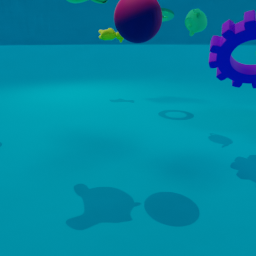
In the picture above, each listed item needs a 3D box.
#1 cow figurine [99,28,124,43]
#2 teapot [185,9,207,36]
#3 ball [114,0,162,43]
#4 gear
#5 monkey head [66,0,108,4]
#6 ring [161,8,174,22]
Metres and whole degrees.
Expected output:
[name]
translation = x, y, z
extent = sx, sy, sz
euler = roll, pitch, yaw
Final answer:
[cow figurine]
translation = -0.701, -4.092, 12.366
extent = 1.025, 0.563, 1.009
euler = -17, 36, -26
[teapot]
translation = 1.904, -3.037, 7.980
extent = 0.518, 1.057, 0.657
euler = -41, 68, -15
[ball]
translation = 0.182, -1.974, 5.032
extent = 0.866, 0.866, 0.866
euler = 0, 18, 0
[gear]
translation = 2.684, -1.597, 5.977
extent = 1.822, 1.822, 0.337
euler = 5, 56, 15
[monkey head]
translation = -1.121, -2.751, 5.198
extent = 1.554, 0.936, 1.118
euler = 29, 55, 27
[ring]
translation = 1.099, -4.213, 10.443
extent = 1.255, 0.251, 1.255
euler = 2, 8, 0
